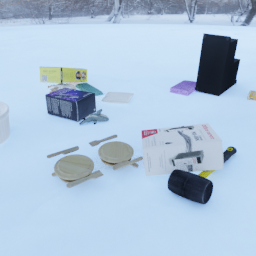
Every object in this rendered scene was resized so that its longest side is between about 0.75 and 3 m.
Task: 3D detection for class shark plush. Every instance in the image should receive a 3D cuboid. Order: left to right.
[{"bbox_3d":[-1.269,-0.344,10.435,1.098,0.499,0.457,-11,58,-33],"label":"shark plush"}]

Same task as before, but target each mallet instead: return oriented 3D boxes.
[{"bbox_3d":[2.073,1.030,7.458,0.987,0.617,2.997,11,23,31],"label":"mallet"}]

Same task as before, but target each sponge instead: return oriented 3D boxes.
[{"bbox_3d":[2.913,-2.041,14.073,0.981,0.262,1.758,16,30,30],"label":"sponge"}]

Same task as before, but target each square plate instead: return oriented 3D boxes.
[{"bbox_3d":[-0.441,-1.355,12.727,1.273,0.181,1.261,5,25,10],"label":"square plate"}]

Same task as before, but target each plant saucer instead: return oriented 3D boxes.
[{"bbox_3d":[-1.960,-1.950,13.990,0.681,0.185,1.947,-15,28,-29],"label":"plant saucer"}]

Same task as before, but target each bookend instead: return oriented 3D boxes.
[{"bbox_3d":[4.620,-3.329,13.846,1.265,2.747,2.729,20,33,31],"label":"bookend"}]

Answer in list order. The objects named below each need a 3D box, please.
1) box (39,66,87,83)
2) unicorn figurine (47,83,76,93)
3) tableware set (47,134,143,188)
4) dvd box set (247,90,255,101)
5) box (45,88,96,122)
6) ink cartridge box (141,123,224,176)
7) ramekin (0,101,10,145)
[{"bbox_3d":[-3.085,-2.623,13.857,1.126,0.750,2.992,4,12,14],"label":"box"},{"bbox_3d":[-3.163,-1.912,13.395,1.127,0.606,1.641,-14,30,-24],"label":"unicorn figurine"},{"bbox_3d":[-0.858,0.962,7.574,2.269,0.455,1.500,-17,35,-29],"label":"tableware set"},{"bbox_3d":[6.197,-1.448,12.830,1.276,0.188,0.933,11,30,27],"label":"dvd box set"},{"bbox_3d":[-2.258,-0.969,11.145,1.618,0.844,1.197,13,28,26],"label":"box"},{"bbox_3d":[1.396,0.539,7.598,1.991,0.825,1.461,-7,19,3],"label":"ink cartridge box"},{"bbox_3d":[-4.884,-0.067,9.033,2.133,1.040,2.133,0,26,0],"label":"ramekin"}]
